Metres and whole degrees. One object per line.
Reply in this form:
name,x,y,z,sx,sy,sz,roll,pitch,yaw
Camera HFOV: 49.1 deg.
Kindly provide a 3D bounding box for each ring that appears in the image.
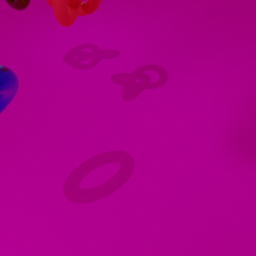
ring,-1.987,-0.116,3.241,0.337,1.687,1.687,49,59,-8

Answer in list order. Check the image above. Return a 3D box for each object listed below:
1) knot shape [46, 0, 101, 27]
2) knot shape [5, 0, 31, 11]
knot shape,-0.838,-2.783,5.528,1.648,0.814,1.761,-36,17,6
knot shape,-2.705,-3.645,6.413,1.945,1.820,0.899,7,44,-4
